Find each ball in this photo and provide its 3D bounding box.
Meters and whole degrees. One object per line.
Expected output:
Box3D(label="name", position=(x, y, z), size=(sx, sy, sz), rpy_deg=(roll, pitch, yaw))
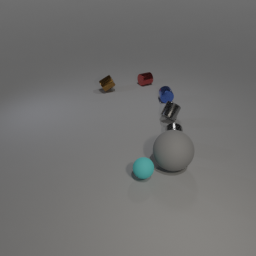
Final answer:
Box3D(label="ball", position=(1.544, 0.761, 9.530), size=(1.400, 1.400, 1.400), rpy_deg=(0, 30, 0))
Box3D(label="ball", position=(0.502, 1.307, 9.156), size=(0.700, 0.700, 0.700), rpy_deg=(0, 30, 0))

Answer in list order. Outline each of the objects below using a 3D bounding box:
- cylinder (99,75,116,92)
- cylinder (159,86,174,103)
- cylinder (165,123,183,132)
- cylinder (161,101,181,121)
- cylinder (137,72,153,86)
Box3D(label="cylinder", position=(-1.149, -2.490, 15.598), size=(0.700, 0.700, 0.700), rpy_deg=(-31, 32, 4))
Box3D(label="cylinder", position=(1.994, -1.751, 14.638), size=(0.700, 0.700, 0.700), rpy_deg=(-1, 30, -2))
Box3D(label="cylinder", position=(1.816, 0.284, 11.031), size=(0.700, 0.700, 0.700), rpy_deg=(2, 44, 4))
Box3D(label="cylinder", position=(1.931, -0.760, 12.657), size=(0.700, 0.700, 0.700), rpy_deg=(27, -1, 1))
Box3D(label="cylinder", position=(1.027, -2.914, 16.612), size=(0.700, 0.700, 0.700), rpy_deg=(-17, 34, -26))
